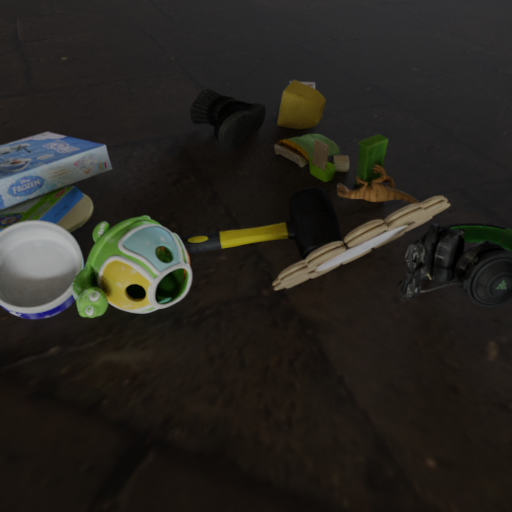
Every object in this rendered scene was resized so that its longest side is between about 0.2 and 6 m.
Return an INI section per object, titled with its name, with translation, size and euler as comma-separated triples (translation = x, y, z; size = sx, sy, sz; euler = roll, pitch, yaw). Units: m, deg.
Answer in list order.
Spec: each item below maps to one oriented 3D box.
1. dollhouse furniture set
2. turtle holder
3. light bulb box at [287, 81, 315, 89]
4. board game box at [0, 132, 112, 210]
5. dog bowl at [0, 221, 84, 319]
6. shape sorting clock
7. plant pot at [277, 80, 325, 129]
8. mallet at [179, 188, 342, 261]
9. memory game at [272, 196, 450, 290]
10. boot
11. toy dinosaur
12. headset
[dollhouse furniture set]
translation = 1.447, -2.220, 11.163
size = 1.168, 0.902, 2.338
euler = -24, 43, -30
[turtle holder]
translation = -1.613, 0.166, 7.456
size = 1.170, 1.252, 1.648
euler = 29, 12, 32
[light bulb box]
translation = 1.121, -4.087, 14.133
size = 0.674, 0.424, 0.680
euler = 6, 36, 8
[board game box]
translation = -4.339, -1.593, 10.227
size = 2.442, 0.532, 2.454
euler = -29, 33, -35
[dog bowl]
translation = -3.013, 0.197, 7.648
size = 1.283, 0.505, 1.283
euler = 4, 68, -9
[shape sorting clock]
translation = -3.895, -0.581, 9.267
size = 2.365, 0.464, 2.365
euler = -8, 28, 4
[plant pot]
translation = 1.082, -3.405, 12.903
size = 0.885, 0.865, 0.859
euler = 20, 39, 10
[mallet]
translation = -0.429, -0.408, 8.727
size = 3.468, 0.714, 1.142
euler = -2, 59, 2
[memory game]
translation = 1.337, -0.146, 7.358
size = 2.530, 2.530, 0.161
euler = -21, 81, -26
[boot]
translation = -0.840, -3.047, 12.363
size = 1.536, 0.773, 2.055
euler = 20, 29, 14
[toy dinosaur]
translation = 2.324, -1.163, 10.213
size = 1.656, 0.500, 0.879
euler = 7, 60, 19
[headset]
translation = 2.905, -0.031, 7.783
size = 2.549, 1.198, 1.574
euler = -22, 34, -31
